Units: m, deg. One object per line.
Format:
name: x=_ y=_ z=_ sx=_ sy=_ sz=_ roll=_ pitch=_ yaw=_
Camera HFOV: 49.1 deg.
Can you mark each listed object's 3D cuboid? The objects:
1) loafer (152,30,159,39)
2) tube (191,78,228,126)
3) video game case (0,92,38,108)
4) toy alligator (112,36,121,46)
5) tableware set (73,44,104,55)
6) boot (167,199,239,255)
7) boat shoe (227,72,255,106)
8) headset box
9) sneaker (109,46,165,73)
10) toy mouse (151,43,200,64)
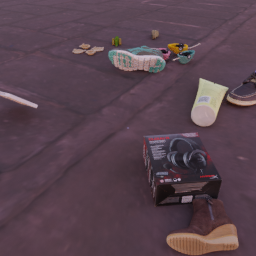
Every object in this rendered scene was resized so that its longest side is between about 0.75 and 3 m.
loafer: x=1.422 y=-4.910 z=14.593 sx=0.355 sy=0.401 sz=1.054 roll=-1 pitch=34 yaw=9
tube: x=2.493 y=-0.913 z=8.551 sx=0.677 sy=0.757 sz=2.610 roll=-25 pitch=16 yaw=33
video game case: x=-3.164 y=-0.812 z=7.939 sx=0.828 sy=0.104 sz=1.157 roll=24 pitch=-6 yaw=-41
toy alligator: x=-0.564 y=-4.393 z=13.895 sx=0.437 sy=0.317 sz=1.319 roll=-1 pitch=34 yaw=-3
tableware set: x=-1.829 y=-3.615 z=12.890 sx=1.346 sy=0.156 sz=1.124 roll=12 pitch=36 yaw=17
boot: x=1.226 y=1.665 z=4.909 sx=1.218 sy=0.441 sz=1.013 roll=2 pitch=28 yaw=-2
boat shoe: x=4.183 y=-1.428 z=9.038 sx=2.569 sy=0.833 sz=0.924 roll=-20 pitch=39 yaw=-27
headset box: x=1.040 y=0.762 z=5.960 sx=1.268 sy=0.658 sz=1.704 roll=-3 pitch=36 yaw=-4
sneaker: x=0.362 y=-2.790 z=10.972 sx=2.213 sy=0.859 sz=1.009 roll=10 pitch=48 yaw=1
toy mouse: x=1.972 y=-3.051 z=11.799 sx=2.212 sy=0.428 sz=1.966 roll=3 pitch=36 yaw=7
